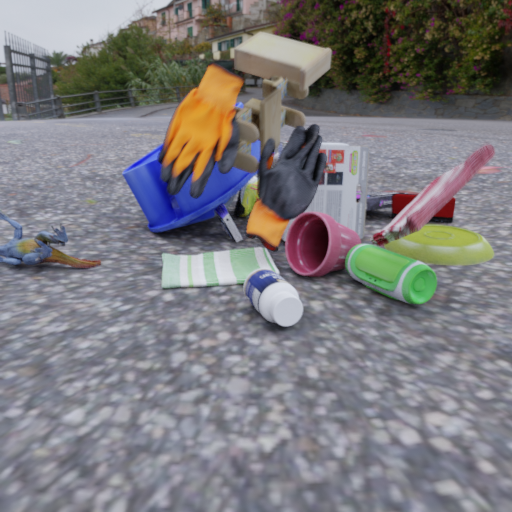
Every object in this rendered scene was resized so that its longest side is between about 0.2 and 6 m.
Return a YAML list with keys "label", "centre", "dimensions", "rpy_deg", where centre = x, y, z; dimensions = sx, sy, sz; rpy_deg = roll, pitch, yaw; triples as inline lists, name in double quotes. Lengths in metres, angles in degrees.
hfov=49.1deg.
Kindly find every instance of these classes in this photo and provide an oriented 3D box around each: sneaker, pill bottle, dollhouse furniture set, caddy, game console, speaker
- label: "sneaker"
  centre: [0.049, -1.474, 14.150]
  dimensions: [0.896, 0.776, 1.985]
  rpy_deg: [21, 31, 6]
- label: "pill bottle"
  centre: [0.251, 0.591, 7.879]
  dimensions: [0.583, 0.583, 1.050]
  rpy_deg: [-6, 19, -19]
- label: "dollhouse furniture set"
  centre: [0.439, -2.744, 10.234]
  dimensions: [1.414, 2.128, 1.865]
  rpy_deg: [24, 49, 23]
- label: "caddy"
  centre: [-1.166, -1.867, 12.705]
  dimensions: [2.617, 1.943, 3.701]
  rpy_deg: [-13, 25, 39]
- label: "game console"
  centre: [3.941, -1.265, 13.200]
  dimensions: [1.402, 0.832, 1.208]
  rpy_deg: [6, 29, 17]
- label: "speaker"
  centre: [2.065, 0.261, 8.744]
  dimensions: [0.673, 0.673, 1.523]
  rpy_deg: [-9, 18, -26]

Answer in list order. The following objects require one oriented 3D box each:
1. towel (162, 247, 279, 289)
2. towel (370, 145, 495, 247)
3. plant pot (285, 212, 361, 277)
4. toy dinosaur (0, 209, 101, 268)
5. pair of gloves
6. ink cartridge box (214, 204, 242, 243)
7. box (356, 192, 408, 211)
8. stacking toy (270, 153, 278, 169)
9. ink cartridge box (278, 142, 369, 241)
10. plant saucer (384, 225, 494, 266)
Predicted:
- label: "towel"
  centre: [-0.657, 0.185, 9.739]
  dimensions: [1.943, 0.227, 1.482]
  rpy_deg: [-3, 19, -8]
- label: "towel"
  centre: [2.577, -0.842, 8.561]
  dimensions: [1.583, 0.250, 2.198]
  rpy_deg: [-43, -2, -7]
- label: "plant pot"
  centre: [1.222, -0.170, 9.651]
  dimensions: [0.993, 1.110, 1.110]
  rpy_deg: [5, 11, -37]
- label: "toy dinosaur"
  centre: [-4.170, 0.032, 9.902]
  dimensions: [1.819, 2.004, 1.052]
  rpy_deg: [-18, 38, 37]
- label: "pair of gloves"
  centre: [-0.158, -1.707, 9.571]
  dimensions: [2.815, 2.508, 0.348]
  rpy_deg: [29, -19, -15]
- label: "ink cartridge box"
  centre: [-0.636, -0.754, 11.718]
  dimensions: [0.183, 0.841, 0.833]
  rpy_deg: [-30, 23, -7]
- label: "box"
  centre: [2.572, -1.371, 13.953]
  dimensions: [1.417, 0.358, 1.982]
  rpy_deg: [-9, 10, -27]
- label: "stacking toy"
  centre: [1.505, -1.920, 13.948]
  dimensions: [2.211, 1.615, 1.615]
  rpy_deg: [-15, 23, -36]
- label: "ink cartridge box"
  centre: [1.333, -1.320, 11.480]
  dimensions: [1.717, 1.956, 0.820]
  rpy_deg: [0, 13, -10]
- label: "plant saucer"
  centre: [3.594, -0.280, 11.047]
  dimensions: [2.076, 0.323, 2.076]
  rpy_deg: [-1, 18, 0]
